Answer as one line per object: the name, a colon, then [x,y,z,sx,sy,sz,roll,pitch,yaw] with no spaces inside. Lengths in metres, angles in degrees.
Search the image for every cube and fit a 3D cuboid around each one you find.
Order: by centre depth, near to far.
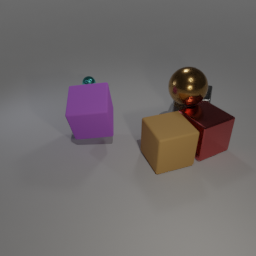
cube: [1.334,0.457,9.381,1.400,1.400,1.400,-11,36,-17]
cube: [-1.299,-0.589,9.929,1.400,1.400,1.400,-5,53,3]
cube: [2.690,0.080,10.007,1.400,1.400,1.400,-17,37,-25]
cube: [2.634,-0.929,11.569,1.400,1.400,1.400,10,34,15]

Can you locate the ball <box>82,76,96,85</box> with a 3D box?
ball: [-1.998,-2.302,14.339,0.700,0.700,0.700,0,33,0]

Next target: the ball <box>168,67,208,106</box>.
ball: [2.147,-1.484,10.024,1.400,1.400,1.400,0,33,0]
